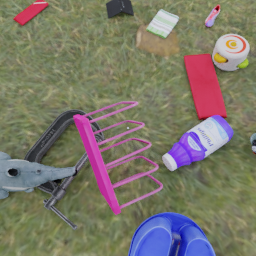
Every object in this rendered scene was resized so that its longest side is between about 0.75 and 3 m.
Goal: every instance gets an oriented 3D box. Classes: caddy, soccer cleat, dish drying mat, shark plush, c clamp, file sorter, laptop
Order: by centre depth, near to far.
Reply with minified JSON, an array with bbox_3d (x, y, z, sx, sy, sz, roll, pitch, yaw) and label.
[{"bbox_3d":[0.835,3.154,5.984,1.819,1.351,2.573,15,80,5],"label":"caddy"},{"bbox_3d":[-0.221,0.561,6.697,1.369,1.517,2.183,-21,102,-15],"label":"file sorter"},{"bbox_3d":[-2.695,1.264,6.865,2.823,1.176,1.282,9,74,9],"label":"shark plush"},{"bbox_3d":[-1.580,0.881,7.636,2.399,0.380,2.809,25,74,19],"label":"c clamp"},{"bbox_3d":[2.404,-1.343,8.825,0.912,0.216,2.375,-6,64,-1],"label":"dish drying mat"},{"bbox_3d":[3.034,-4.011,10.020,0.310,0.356,0.931,28,67,13],"label":"soccer cleat"},{"bbox_3d":[-3.553,-4.282,10.279,0.511,0.121,1.331,36,69,15],"label":"dish drying mat"},{"bbox_3d":[-0.302,-4.406,10.386,0.841,0.487,0.787,5,61,-29],"label":"laptop"}]

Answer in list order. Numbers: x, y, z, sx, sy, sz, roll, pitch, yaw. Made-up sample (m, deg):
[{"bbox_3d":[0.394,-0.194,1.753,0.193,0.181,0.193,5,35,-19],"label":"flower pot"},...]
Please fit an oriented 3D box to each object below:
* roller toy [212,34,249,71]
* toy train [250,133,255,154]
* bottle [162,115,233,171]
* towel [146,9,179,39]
[{"bbox_3d":[3.283,-2.451,9.004,1.137,0.794,1.037,1,62,3],"label":"roller toy"},{"bbox_3d":[3.985,0.313,7.582,1.564,0.666,0.891,-37,106,-21],"label":"toy train"},{"bbox_3d":[1.884,0.447,7.706,2.031,0.663,0.848,-30,68,-14],"label":"bottle"},{"bbox_3d":[1.242,-3.730,9.991,0.817,0.168,1.095,28,68,13],"label":"towel"}]
